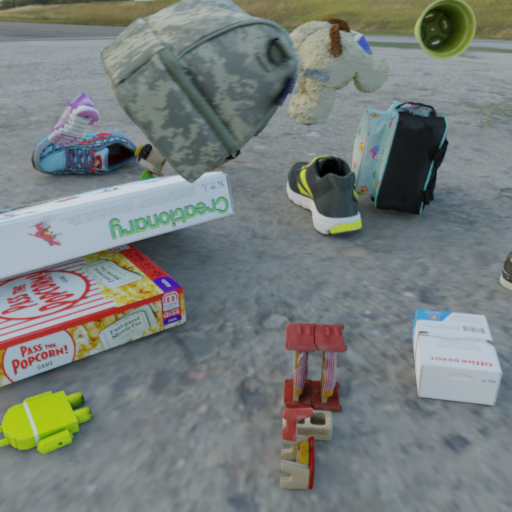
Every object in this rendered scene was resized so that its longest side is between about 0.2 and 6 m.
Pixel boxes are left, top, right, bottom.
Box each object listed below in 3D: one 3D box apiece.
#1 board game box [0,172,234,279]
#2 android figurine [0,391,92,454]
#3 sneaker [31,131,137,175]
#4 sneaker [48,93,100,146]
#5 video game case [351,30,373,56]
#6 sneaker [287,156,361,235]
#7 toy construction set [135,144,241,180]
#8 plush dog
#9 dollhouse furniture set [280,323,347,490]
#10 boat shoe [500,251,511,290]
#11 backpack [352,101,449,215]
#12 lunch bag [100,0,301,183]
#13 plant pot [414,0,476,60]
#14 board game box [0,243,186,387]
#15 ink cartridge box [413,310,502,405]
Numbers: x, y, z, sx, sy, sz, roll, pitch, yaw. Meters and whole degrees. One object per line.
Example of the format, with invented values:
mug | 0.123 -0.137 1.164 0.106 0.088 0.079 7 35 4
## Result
board game box | -3.202 -0.574 9.698 4.816 0.833 3.040 -19 14 -33
android figurine | -2.469 1.912 6.505 1.022 0.210 0.930 -16 31 -30
sneaker | -4.324 -2.651 14.455 2.760 1.095 1.318 -19 34 -31
sneaker | -3.561 -2.668 10.915 1.420 0.628 0.571 -28 -24 37
video game case | 2.337 -4.884 13.182 0.237 1.041 0.944 -47 48 3
sneaker | 1.523 -1.619 12.114 1.204 1.368 3.233 -6 28 -13
toy construction set | -1.676 -2.414 13.445 2.328 2.145 2.792 38 -6 -23
plush dog | 1.286 -4.106 11.521 2.334 1.872 2.004 -33 47 -3
dollhouse furniture set | 0.662 1.612 6.289 0.712 0.942 1.750 2 27 4
boat shoe | 4.901 0.458 8.930 1.912 0.576 0.681 22 34 36
backpack | 3.161 -2.292 12.472 1.977 2.267 2.579 13 25 14
lunch bag | -0.609 -2.102 6.416 1.793 1.490 2.138 -38 36 6
plant pot | 2.365 -2.934 7.260 0.722 0.722 0.664 0 22 0
board game box | -2.779 0.722 8.272 2.806 0.650 2.126 -18 30 -30
ink cartridge box | 2.577 1.285 7.339 0.946 0.555 1.292 5 29 11
